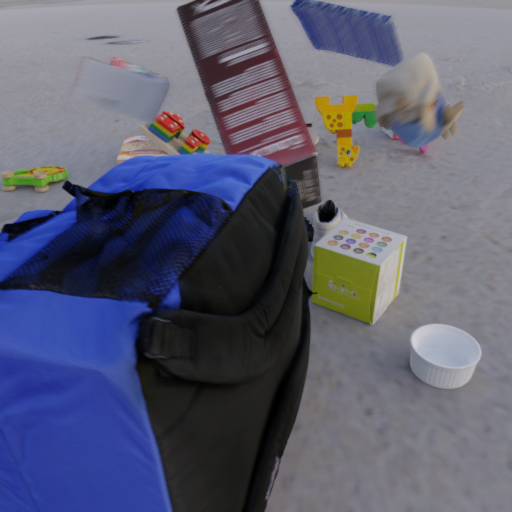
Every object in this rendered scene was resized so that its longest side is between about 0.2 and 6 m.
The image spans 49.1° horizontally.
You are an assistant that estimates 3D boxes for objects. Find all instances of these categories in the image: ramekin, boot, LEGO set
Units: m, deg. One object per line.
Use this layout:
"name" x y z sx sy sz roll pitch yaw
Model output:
"ramekin" 2.788 1.514 8.376 1.006 0.490 1.006 0 32 0
"boot" 1.577 -0.757 11.653 0.746 0.970 2.030 6 32 10
"LEGO set" 2.911 -3.389 15.601 4.599 1.887 1.754 -2 0 6

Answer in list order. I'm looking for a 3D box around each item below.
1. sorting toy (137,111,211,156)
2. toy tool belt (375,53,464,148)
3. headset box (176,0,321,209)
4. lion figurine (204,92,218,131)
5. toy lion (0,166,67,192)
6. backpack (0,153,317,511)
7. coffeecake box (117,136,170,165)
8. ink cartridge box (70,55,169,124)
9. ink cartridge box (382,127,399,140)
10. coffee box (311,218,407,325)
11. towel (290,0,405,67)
"sorting toy" -2.050 -3.216 15.021 1.723 0.599 1.712 36 23 -6
"toy tool belt" 2.964 -2.477 10.029 2.242 1.400 1.378 13 50 -62
"headset box" 0.043 -2.198 9.270 1.273 3.395 2.523 -20 -13 4
"lion figurine" -0.802 -3.077 11.610 0.355 0.980 0.600 -24 15 -4
"toy lion" -5.638 -2.058 14.399 1.378 0.473 1.321 2 24 4
"backpack" -1.321 0.680 6.584 3.887 3.764 4.632 10 34 17
"coffeecake box" -2.922 -2.649 15.093 1.348 0.642 1.756 -2 31 -3
"ink cartridge box" -2.494 -3.104 10.260 1.598 0.870 0.402 13 40 -29
"ink cartridge box" 4.768 -4.075 17.509 1.379 0.571 1.012 -4 31 -7
"coffee box" 1.774 0.247 9.756 1.216 1.218 1.204 19 36 28
"towel" 1.872 -4.463 11.341 2.250 0.268 1.629 26 -4 29
